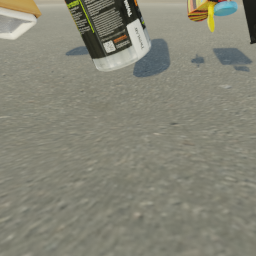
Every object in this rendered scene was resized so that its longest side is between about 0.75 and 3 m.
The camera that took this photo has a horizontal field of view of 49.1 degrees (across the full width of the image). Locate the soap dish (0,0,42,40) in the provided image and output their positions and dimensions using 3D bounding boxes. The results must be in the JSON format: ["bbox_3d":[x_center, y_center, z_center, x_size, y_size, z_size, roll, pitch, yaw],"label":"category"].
[{"bbox_3d":[-3.686,-3.328,8.329,1.475,0.761,1.874,-6,-2,-44],"label":"soap dish"}]

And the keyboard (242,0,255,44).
[{"bbox_3d":[3.243,-2.181,5.141,0.362,1.693,2.819,-19,12,-12],"label":"keyboard"}]

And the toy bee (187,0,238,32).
[{"bbox_3d":[1.244,-1.952,3.924,0.778,1.431,0.937,-2,69,-31],"label":"toy bee"}]

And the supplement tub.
[{"bbox_3d":[-0.543,-2.753,6.524,1.548,2.526,1.548,-19,28,11],"label":"supplement tub"}]
